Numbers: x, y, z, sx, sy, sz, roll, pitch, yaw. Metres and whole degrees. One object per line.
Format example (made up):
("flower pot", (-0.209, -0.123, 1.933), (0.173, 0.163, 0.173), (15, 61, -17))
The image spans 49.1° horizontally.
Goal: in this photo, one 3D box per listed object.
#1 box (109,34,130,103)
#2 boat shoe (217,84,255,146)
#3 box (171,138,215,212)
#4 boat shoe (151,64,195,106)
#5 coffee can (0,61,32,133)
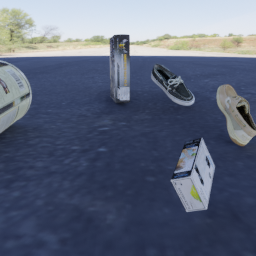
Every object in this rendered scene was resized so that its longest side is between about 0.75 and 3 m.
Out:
("box", (-0.373, -2.506, 11.872), (0.638, 2.640, 2.091), (-2, 13, -8))
("boat shoe", (2.929, -0.502, 7.459), (0.734, 0.661, 2.033), (17, 47, -19))
("box", (1.047, 0.702, 4.376), (0.322, 0.625, 1.072), (-17, 19, 31))
("boat shoe", (1.863, -1.840, 11.502), (0.828, 0.766, 2.242), (-33, 68, -18))
("coffee can", (-3.946, -0.689, 7.408), (2.013, 2.013, 2.750), (-1, 17, -2))
